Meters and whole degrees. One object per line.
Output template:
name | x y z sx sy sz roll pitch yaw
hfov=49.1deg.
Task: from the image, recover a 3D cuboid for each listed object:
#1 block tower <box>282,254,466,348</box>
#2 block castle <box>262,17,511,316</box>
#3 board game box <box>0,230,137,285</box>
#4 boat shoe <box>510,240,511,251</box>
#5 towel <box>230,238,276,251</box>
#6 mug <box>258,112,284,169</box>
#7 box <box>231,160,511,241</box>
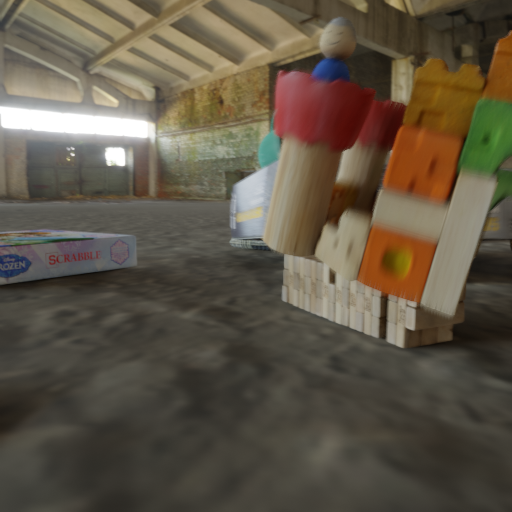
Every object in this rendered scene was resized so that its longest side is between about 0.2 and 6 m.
block tower | 0.855 0.298 4.723 0.528 0.493 1.825 -3 9 -27
block castle | 1.859 -0.516 3.803 3.320 1.557 2.218 19 17 21
board game box | -3.349 -0.041 7.876 2.354 0.484 2.348 5 8 37
boat shoe | 5.267 -0.478 9.651 1.030 1.032 2.860 5 2 44
towel | 0.749 -0.325 11.020 1.812 0.325 1.882 5 8 37
mug | 0.568 -1.848 9.849 1.017 1.237 0.765 27 -25 -29
box | 1.884 -0.701 8.593 4.088 0.988 3.238 0 2 -13
